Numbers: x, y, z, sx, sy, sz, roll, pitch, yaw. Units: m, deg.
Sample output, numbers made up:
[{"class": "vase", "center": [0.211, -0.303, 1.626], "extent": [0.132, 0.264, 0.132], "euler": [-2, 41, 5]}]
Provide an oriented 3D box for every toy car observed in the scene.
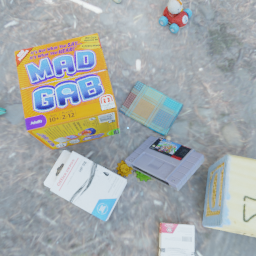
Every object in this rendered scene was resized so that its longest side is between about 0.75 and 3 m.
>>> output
[{"class": "toy car", "center": [2.153, -5.174, 12.309], "extent": [1.216, 1.375, 1.267], "euler": [38, 78, 10]}]

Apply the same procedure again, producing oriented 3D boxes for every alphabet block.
[{"class": "alphabet block", "center": [4.128, 2.428, 9.562], "extent": [2.429, 2.385, 2.373], "euler": [11, 73, 4]}]

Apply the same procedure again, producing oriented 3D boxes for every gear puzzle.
[{"class": "gear puzzle", "center": [0.850, 1.387, 10.955], "extent": [2.690, 0.352, 1.393], "euler": [-6, 74, -2]}]

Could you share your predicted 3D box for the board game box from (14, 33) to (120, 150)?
[{"class": "board game box", "center": [-2.050, -1.161, 10.350], "extent": [2.898, 2.900, 2.899], "euler": [-14, 74, -4]}]

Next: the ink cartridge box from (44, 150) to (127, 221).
[{"class": "ink cartridge box", "center": [-1.673, 2.037, 10.454], "extent": [2.882, 0.961, 1.669], "euler": [27, 76, 7]}]

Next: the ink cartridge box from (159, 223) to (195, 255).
[{"class": "ink cartridge box", "center": [1.716, 4.270, 9.953], "extent": [1.199, 0.698, 1.646], "euler": [4, 73, 1]}]

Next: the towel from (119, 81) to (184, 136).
[{"class": "towel", "center": [0.976, -0.837, 11.658], "extent": [2.241, 0.243, 1.643], "euler": [29, 75, 8]}]

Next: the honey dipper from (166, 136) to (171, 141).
[{"class": "honey dipper", "center": [1.424, 1.051, 10.842], "extent": [0.343, 0.343, 1.806], "euler": [18, 56, 5]}]

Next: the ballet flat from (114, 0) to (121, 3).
[{"class": "ballet flat", "center": [-0.689, -6.596, 13.176], "extent": [0.527, 0.527, 1.519], "euler": [-26, 75, -7]}]

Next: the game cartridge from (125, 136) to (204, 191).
[{"class": "game cartridge", "center": [1.270, 1.131, 10.102], "extent": [2.516, 0.483, 1.631], "euler": [20, 56, 45]}]

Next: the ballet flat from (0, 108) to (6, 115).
[{"class": "ballet flat", "center": [-5.791, -0.702, 11.531], "extent": [1.643, 0.553, 0.578], "euler": [16, 99, 5]}]
